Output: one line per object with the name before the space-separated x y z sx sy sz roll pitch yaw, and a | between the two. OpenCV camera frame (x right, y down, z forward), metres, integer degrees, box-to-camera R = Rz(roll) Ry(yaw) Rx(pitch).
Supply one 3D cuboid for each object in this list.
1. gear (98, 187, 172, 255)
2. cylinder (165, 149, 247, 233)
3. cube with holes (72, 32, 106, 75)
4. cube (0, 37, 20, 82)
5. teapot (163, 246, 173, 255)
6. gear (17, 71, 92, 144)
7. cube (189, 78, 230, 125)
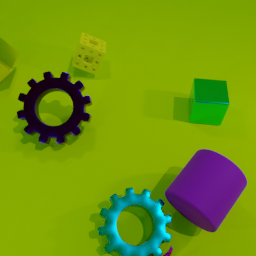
gear | 0.145 2.105 6.061 1.568 0.290 1.568 2 68 -6
cylinder | 1.695 1.352 6.156 1.295 1.295 1.295 35 70 24
cube with holes | -1.273 -2.439 9.190 0.850 0.850 0.850 18 37 -17
cube | -4.262 -2.104 8.656 1.125 1.125 1.125 -33 37 22
teapot | 0.687 2.928 5.406 0.776 0.611 1.248 27 45 -9
gear | -1.946 -0.533 7.510 1.923 0.356 1.923 0 84 -1
cube | 2.305 -0.758 8.116 0.941 0.941 0.941 6 53 4
